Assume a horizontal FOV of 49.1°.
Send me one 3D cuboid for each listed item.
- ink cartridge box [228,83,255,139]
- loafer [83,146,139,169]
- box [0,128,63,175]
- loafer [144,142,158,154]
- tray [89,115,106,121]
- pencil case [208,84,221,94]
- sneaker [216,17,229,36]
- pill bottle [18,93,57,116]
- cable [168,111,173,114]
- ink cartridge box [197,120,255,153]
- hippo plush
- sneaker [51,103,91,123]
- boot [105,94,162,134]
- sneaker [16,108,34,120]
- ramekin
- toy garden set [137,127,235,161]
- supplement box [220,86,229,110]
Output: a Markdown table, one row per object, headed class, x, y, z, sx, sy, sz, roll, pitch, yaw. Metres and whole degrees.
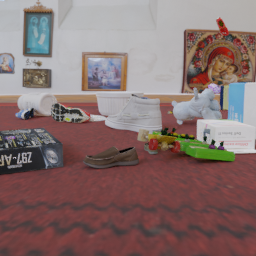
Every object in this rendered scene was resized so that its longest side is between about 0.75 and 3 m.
| class | x | y | z | sx | sy | sz | roll | pitch | yaw |
| --- | --- | --- | --- | --- | --- | --- | --- | --- | --- |
| ink cartridge box | 4.878 | -0.527 | 8.722 | 1.831 | 1.784 | 2.849 | -7 | 12 | -39 |
| loafer | -0.363 | 0.590 | 6.045 | 1.224 | 0.435 | 0.447 | -3 | 10 | -20 |
| box | -2.721 | 0.464 | 6.535 | 1.916 | 0.521 | 2.392 | -5 | 10 | -26 |
| loafer | 0.610 | 0.477 | 7.289 | 0.288 | 0.267 | 0.767 | -2 | 9 | -13 |
| tray | -1.871 | -0.525 | 13.857 | 1.745 | 0.194 | 0.937 | 9 | 11 | 43 |
| pencil case | 3.780 | -1.731 | 12.269 | 0.358 | 0.351 | 0.837 | 6 | 15 | -1 |
| sneaker | 3.862 | -4.116 | 11.467 | 0.334 | 0.869 | 0.369 | -32 | 25 | 23 |
| pill bottle | -5.068 | -1.331 | 15.512 | 2.195 | 1.255 | 1.255 | 6 | 11 | 37 |
| cable | 2.635 | -0.864 | 16.375 | 0.756 | 0.190 | 0.367 | 10 | -11 | -15 |
| ink cartridge box | 2.764 | 0.187 | 7.857 | 1.140 | 0.655 | 1.946 | -1 | 9 | -4 |
| hippo plush | 2.814 | -0.627 | 11.783 | 1.672 | 1.656 | 2.079 | -25 | -7 | 36 |
| sneaker | -2.687 | -0.617 | 13.073 | 2.174 | 0.837 | 0.923 | 16 | 8 | 29 |
| boot | 0.173 | -0.631 | 10.740 | 1.051 | 1.366 | 2.858 | -9 | 13 | -44 |
| sneaker | -5.150 | -0.751 | 14.131 | 0.556 | 0.546 | 1.443 | 4 | 8 | 1 |
| ramekin | -0.466 | -1.412 | 15.926 | 2.757 | 1.284 | 2.757 | 0 | 8 | 0 |
| toy garden set | 1.159 | 0.234 | 7.086 | 1.982 | 0.474 | 2.378 | 7 | 6 | -20 |
| supplement box | 7.623 | -2.094 | 19.142 | 2.394 | 1.609 | 2.396 | 4 | 10 | 23 |
